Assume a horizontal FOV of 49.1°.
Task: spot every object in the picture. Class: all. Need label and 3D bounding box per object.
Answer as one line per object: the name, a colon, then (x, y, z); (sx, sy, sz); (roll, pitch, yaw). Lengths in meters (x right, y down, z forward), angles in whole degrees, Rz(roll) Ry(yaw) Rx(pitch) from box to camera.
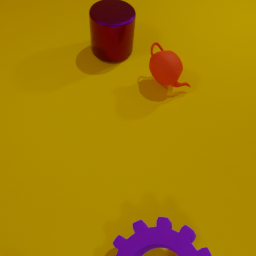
teapot: (1.106, -1.627, 7.578); (0.766, 0.973, 1.565); (-36, 94, -17)
cylinder: (-0.461, -2.841, 8.216); (1.300, 1.300, 1.300); (2, 55, -3)
gear: (0.521, 2.565, 4.808); (1.941, 0.359, 1.941); (-10, 55, 15)
